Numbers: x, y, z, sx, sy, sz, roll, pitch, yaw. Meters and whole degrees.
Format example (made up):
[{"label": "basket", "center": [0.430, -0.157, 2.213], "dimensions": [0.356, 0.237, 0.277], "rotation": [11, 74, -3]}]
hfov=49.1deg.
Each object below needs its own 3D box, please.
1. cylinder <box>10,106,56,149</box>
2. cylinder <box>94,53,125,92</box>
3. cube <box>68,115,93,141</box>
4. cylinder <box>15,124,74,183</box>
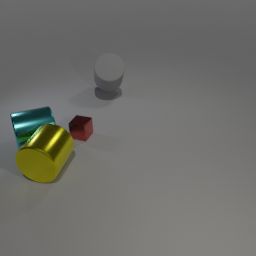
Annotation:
[{"label": "cylinder", "center": [-3.435, 0.010, 10.278], "dimensions": [1.400, 1.400, 1.400], "rotation": [-14, 35, -21]}, {"label": "cylinder", "center": [-0.906, -2.610, 13.299], "dimensions": [1.400, 1.400, 1.400], "rotation": [-5, -11, -7]}, {"label": "cube", "center": [-1.830, -0.002, 10.953], "dimensions": [0.700, 0.700, 0.700], "rotation": [10, 35, 15]}, {"label": "cylinder", "center": [-2.642, 0.792, 9.051], "dimensions": [1.400, 1.400, 1.400], "rotation": [7, 34, 11]}]
